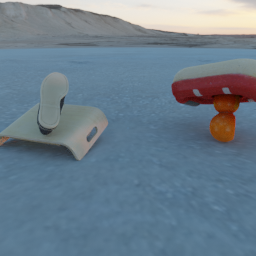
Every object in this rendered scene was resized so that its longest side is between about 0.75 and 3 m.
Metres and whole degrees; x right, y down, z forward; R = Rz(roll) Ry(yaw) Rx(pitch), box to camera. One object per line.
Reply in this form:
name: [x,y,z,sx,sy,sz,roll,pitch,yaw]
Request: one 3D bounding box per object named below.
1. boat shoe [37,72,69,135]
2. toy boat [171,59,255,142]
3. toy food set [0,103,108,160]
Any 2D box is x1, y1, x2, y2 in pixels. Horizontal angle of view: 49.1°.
boat shoe: [-1.730,-0.576,6.306,0.597,0.515,1.643,14,51,-18]
toy boat: [2.424,-0.573,6.830,1.821,1.824,2.790,6,-3,-43]
toy food set: [-1.824,0.080,6.858,2.264,0.684,1.625,6,34,20]
